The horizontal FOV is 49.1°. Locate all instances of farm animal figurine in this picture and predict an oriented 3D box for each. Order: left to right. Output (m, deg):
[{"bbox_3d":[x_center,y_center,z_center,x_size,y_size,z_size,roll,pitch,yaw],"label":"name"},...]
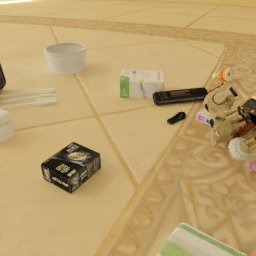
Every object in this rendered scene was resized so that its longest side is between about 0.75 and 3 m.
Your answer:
[{"bbox_3d":[3.190,0.128,8.884,1.423,2.285,2.830,-28,22,25],"label":"farm animal figurine"}]

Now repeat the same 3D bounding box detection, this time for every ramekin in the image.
[{"bbox_3d":[-3.455,-3.930,15.799,2.319,1.217,2.319,0,32,0],"label":"ramekin"}]

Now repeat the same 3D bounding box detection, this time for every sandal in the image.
[{"bbox_3d":[1.981,-0.438,11.219,0.407,0.229,1.070,26,41,34],"label":"sandal"}]

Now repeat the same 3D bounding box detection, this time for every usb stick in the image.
[{"bbox_3d":[2.373,-1.420,12.519,2.552,0.416,0.708,-7,62,-11],"label":"usb stick"}]

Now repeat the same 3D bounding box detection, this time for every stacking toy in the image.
[{"bbox_3d":[4.924,-2.794,14.725,0.955,0.698,0.698,8,29,45],"label":"stacking toy"}]

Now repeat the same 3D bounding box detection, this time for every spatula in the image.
[{"bbox_3d":[-4.553,-1.383,12.750,2.518,0.202,1.751,-7,34,-12],"label":"spatula"}]

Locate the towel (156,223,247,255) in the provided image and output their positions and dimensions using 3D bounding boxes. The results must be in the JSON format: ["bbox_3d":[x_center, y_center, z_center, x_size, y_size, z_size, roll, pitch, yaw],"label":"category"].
[{"bbox_3d":[1.267,3.093,5.666,1.685,0.347,2.258,20,40,32],"label":"towel"}]

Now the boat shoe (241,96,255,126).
[{"bbox_3d":[5.227,-0.036,10.024,0.911,1.063,2.906,-40,49,0],"label":"boat shoe"}]

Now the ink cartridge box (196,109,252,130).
[{"bbox_3d":[3.694,-0.322,10.913,1.069,0.376,1.792,-26,37,-34],"label":"ink cartridge box"}]

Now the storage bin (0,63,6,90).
[{"bbox_3d":[-7.119,-1.949,12.132,2.961,2.155,1.989,-6,43,-9],"label":"storage bin"}]

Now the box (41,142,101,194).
[{"bbox_3d":[-1.675,1.141,8.385,1.139,0.599,1.391,21,38,28],"label":"box"}]

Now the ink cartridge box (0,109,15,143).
[{"bbox_3d":[-4.882,-0.095,10.002,1.515,0.949,0.974,17,36,24],"label":"ink cartridge box"}]

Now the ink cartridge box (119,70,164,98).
[{"bbox_3d":[0.656,-2.089,13.233,2.015,0.846,1.459,2,32,3],"label":"ink cartridge box"}]
